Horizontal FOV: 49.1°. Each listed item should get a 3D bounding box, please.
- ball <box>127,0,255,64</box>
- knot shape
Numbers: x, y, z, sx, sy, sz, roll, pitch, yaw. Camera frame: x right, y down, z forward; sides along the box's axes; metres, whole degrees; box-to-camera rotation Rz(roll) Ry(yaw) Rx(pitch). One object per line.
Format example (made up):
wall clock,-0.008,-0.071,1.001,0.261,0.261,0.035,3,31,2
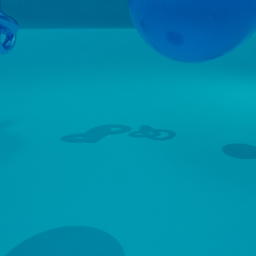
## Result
ball,0.647,-1.283,2.644,1.315,1.315,1.315,0,21,0
knot shape,-3.235,-2.698,6.654,0.771,1.561,1.668,-31,-3,-16
